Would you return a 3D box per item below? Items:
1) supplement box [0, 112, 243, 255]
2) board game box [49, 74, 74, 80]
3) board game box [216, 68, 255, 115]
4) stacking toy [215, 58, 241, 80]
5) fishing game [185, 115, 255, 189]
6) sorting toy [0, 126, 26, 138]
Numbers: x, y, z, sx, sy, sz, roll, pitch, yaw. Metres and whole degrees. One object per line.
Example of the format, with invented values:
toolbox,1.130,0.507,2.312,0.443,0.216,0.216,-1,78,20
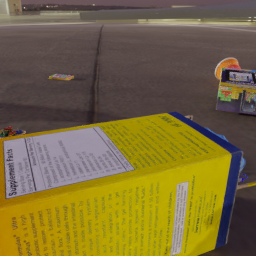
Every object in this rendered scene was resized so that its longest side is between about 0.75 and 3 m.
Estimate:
supplement box,-0.215,0.899,3.743,2.851,1.561,1.552,-9,25,-21
board game box,-2.975,-2.257,12.413,1.035,0.155,0.494,6,24,18
board game box,4.458,-1.161,9.022,2.988,0.847,2.470,9,28,17
stacking toy,4.332,-2.098,11.428,1.061,1.061,1.452,-7,44,-16
fishing game,1.587,0.470,5.890,1.702,0.370,2.377,-6,38,-31
sorting toy,-3.017,0.111,7.150,1.063,0.180,0.512,6,25,13
